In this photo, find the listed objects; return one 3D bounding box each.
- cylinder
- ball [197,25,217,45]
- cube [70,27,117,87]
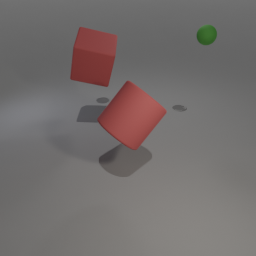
[{"bbox_3d":[0.108,-0.346,7.751,1.400,1.400,1.400,38,5,-4],"label":"cylinder"},{"bbox_3d":[2.792,-3.298,9.936,0.700,0.700,0.700,0,29,0],"label":"ball"},{"bbox_3d":[-1.227,-2.553,10.107,1.400,1.400,1.400,10,46,-9],"label":"cube"}]
